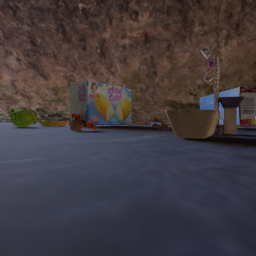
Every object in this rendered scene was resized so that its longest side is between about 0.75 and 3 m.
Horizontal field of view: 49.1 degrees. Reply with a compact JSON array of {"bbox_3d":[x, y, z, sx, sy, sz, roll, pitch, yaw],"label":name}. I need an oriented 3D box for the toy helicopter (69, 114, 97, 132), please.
[{"bbox_3d":[-0.951,-0.044,5.776,0.562,0.335,0.850,9,12,-2],"label":"toy helicopter"}]

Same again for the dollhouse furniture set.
[{"bbox_3d":[1.321,-0.570,3.757,1.511,1.354,1.907,1,1,22],"label":"dollhouse furniture set"}]

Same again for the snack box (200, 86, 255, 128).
[{"bbox_3d":[3.764,-0.484,7.550,2.918,0.987,2.460,-1,0,-6],"label":"snack box"}]

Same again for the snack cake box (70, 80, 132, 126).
[{"bbox_3d":[-1.009,-0.915,11.398,0.972,1.664,2.894,1,2,33],"label":"snack cake box"}]

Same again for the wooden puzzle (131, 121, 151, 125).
[{"bbox_3d":[0.546,-0.256,14.777,0.986,0.198,1.066,2,2,36],"label":"wooden puzzle"}]

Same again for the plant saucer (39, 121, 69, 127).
[{"bbox_3d":[-2.868,-0.163,10.806,0.858,0.208,0.858,2,3,44],"label":"plant saucer"}]

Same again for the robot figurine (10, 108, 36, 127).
[{"bbox_3d":[-3.615,-0.337,9.635,0.919,0.606,1.048,22,-15,-41],"label":"robot figurine"}]

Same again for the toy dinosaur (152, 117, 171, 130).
[{"bbox_3d":[0.821,-0.043,6.382,0.496,0.282,0.934,22,13,10],"label":"toy dinosaur"}]
